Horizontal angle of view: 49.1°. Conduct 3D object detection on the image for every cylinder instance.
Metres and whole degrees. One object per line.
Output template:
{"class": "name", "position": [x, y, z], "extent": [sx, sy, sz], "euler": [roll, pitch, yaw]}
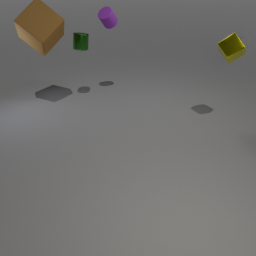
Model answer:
{"class": "cylinder", "position": [-0.913, -5.019, 12.754], "extent": [0.700, 0.700, 0.700], "euler": [-8, 68, 20]}
{"class": "cylinder", "position": [-2.152, -3.945, 12.765], "extent": [0.700, 0.700, 0.700], "euler": [5, 25, -2]}

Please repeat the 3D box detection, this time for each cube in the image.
{"class": "cube", "position": [-3.640, -4.162, 11.679], "extent": [1.400, 1.400, 1.400], "euler": [-54, 7, -15]}
{"class": "cube", "position": [3.799, -2.909, 10.279], "extent": [0.700, 0.700, 0.700], "euler": [-31, -16, 16]}
